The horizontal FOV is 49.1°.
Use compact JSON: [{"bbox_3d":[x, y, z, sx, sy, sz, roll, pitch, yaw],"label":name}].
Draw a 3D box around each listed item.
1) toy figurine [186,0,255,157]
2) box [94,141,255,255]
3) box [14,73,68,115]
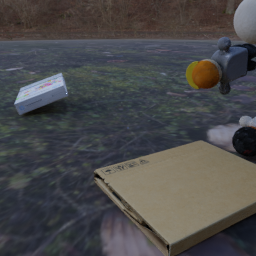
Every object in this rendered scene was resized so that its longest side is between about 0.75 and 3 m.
[{"bbox_3d":[2.667,-0.883,5.222,1.905,2.738,2.696,-25,-9,-24],"label":"toy figurine"},{"bbox_3d":[1.015,0.891,4.605,2.536,0.270,2.073,-12,23,-29],"label":"box"},{"bbox_3d":[-2.768,-1.164,9.067,1.544,0.408,1.980,-22,26,-5],"label":"box"}]
